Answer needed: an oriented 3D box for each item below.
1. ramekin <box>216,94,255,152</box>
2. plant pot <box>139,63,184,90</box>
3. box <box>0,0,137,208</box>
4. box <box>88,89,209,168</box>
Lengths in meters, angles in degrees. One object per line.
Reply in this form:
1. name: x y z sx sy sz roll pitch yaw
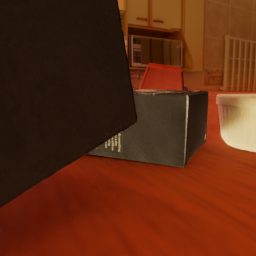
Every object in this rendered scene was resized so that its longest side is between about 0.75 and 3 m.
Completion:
1. ramekin: 2.750 -0.143 5.366 2.104 0.980 2.104 0 8 0
2. plant pot: 1.265 -1.523 10.539 1.806 1.593 1.808 9 19 2
3. box: -2.041 -0.448 2.466 2.947 1.858 2.998 6 27 40
4. box: 0.360 -0.147 5.077 1.870 1.098 1.839 6 11 24
